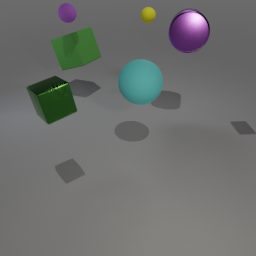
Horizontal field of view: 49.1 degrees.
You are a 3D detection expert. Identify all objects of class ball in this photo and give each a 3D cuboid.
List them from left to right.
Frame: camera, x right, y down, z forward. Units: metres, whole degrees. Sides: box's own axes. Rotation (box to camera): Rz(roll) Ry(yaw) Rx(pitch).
[{"bbox_3d":[-2.307,-4.376,10.661,0.700,0.700,0.700,0,32,0],"label":"ball"},{"bbox_3d":[0.393,-1.433,8.771,1.400,1.400,1.400,0,32,0],"label":"ball"},{"bbox_3d":[0.959,-5.350,13.280,0.700,0.700,0.700,0,32,0],"label":"ball"}]

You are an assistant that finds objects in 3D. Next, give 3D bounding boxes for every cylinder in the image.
[{"bbox_3d":[2.213,-3.566,10.211,1.400,1.400,1.400,5,26,9],"label":"cylinder"}]

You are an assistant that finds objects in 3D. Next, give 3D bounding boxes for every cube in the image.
[{"bbox_3d":[-1.609,-0.608,5.942,0.700,0.700,0.700,-28,35,-25],"label":"cube"},{"bbox_3d":[-2.322,-3.570,12.643,1.400,1.400,1.400,-3,27,36],"label":"cube"}]
